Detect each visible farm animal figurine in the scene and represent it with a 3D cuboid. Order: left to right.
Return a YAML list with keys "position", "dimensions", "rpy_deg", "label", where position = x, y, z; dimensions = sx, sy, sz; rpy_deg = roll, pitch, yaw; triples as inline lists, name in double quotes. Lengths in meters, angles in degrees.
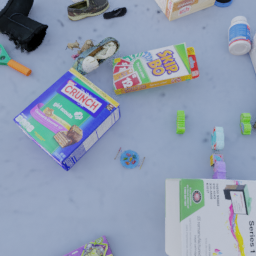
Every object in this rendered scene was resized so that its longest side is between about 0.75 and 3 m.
- position: [-1.535, -2.633, 9.443]
  dimensions: [1.021, 1.032, 0.538]
  rpy_deg: [-44, 51, -10]
  label: "farm animal figurine"

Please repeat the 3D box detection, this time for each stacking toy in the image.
- position: [2.582, 0.788, 8.033]
  dimensions: [2.251, 0.702, 2.986]
  rpy_deg: [2, 65, 1]
  label: "stacking toy"

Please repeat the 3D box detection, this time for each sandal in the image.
- position: [-0.472, -4.357, 10.589]
  dimensions: [0.966, 0.207, 0.367]
  rpy_deg: [-23, 68, -10]
  label: "sandal"

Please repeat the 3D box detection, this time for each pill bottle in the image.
- position: [3.904, -3.263, 9.822]
  dimensions: [0.718, 0.718, 1.279]
  rpy_deg: [7, 67, 3]
  label: "pill bottle"

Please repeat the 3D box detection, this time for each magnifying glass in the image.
- position: [-4.255, -2.365, 9.695]
  dimensions: [2.153, 0.241, 0.857]
  rpy_deg: [30, 69, 12]
  label: "magnifying glass"

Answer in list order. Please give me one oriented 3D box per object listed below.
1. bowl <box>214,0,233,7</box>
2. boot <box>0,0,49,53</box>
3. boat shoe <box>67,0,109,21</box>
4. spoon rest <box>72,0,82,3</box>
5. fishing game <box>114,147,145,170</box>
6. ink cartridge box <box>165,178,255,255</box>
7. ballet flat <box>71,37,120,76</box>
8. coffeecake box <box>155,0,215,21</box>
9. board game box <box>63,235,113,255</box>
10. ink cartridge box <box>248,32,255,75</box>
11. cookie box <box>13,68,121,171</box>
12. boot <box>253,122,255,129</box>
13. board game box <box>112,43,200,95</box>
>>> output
- position: [3.673, -5.083, 10.937]
  dimensions: [0.856, 0.168, 0.856]
  rpy_deg: [0, 66, 0]
  label: "bowl"
- position: [-3.637, -3.877, 10.049]
  dimensions: [1.799, 0.812, 2.195]
  rpy_deg: [32, 77, 15]
  label: "boot"
- position: [-1.482, -4.544, 10.484]
  dimensions: [1.669, 0.549, 0.596]
  rpy_deg: [-24, 68, -10]
  label: "boat shoe"
- position: [-2.111, -5.302, 11.021]
  dimensions: [0.461, 0.281, 0.929]
  rpy_deg: [-28, 82, -11]
  label: "spoon rest"
- position: [0.043, 0.914, 8.285]
  dimensions: [0.844, 0.131, 0.604]
  rpy_deg: [24, 65, 11]
  label: "fishing game"
- position: [2.221, 2.153, 6.762]
  dimensions: [2.485, 1.043, 1.799]
  rpy_deg: [4, 78, -13]
  label: "ink cartridge box"
- position: [-1.037, -2.330, 9.213]
  dimensions: [0.724, 0.724, 1.949]
  rpy_deg: [42, 78, 17]
  label: "ballet flat"
- position: [1.901, -5.595, 10.737]
  dimensions: [1.979, 0.942, 2.578]
  rpy_deg: [-24, 68, -10]
  label: "coffeecake box"
- position: [-1.175, 3.579, 7.036]
  dimensions: [1.744, 0.282, 1.047]
  rpy_deg: [-22, 72, -10]
  label: "board game box"
- position: [5.613, -2.320, 9.226]
  dimensions: [2.675, 1.021, 1.825]
  rpy_deg: [-4, 66, 0]
  label: "ink cartridge box"
- position: [-1.743, -0.311, 8.391]
  dimensions: [2.045, 0.898, 2.390]
  rpy_deg: [38, 70, 15]
  label: "cookie box"
- position: [5.059, -0.175, 8.442]
  dimensions: [2.009, 0.729, 1.826]
  rpy_deg: [29, 83, 19]
  label: "boot"
- position: [0.842, -1.928, 9.033]
  dimensions: [2.718, 0.407, 1.298]
  rpy_deg: [-9, 62, 10]
  label: "board game box"
